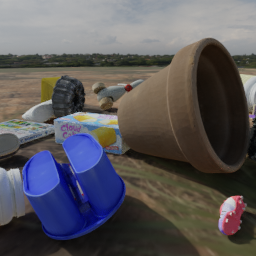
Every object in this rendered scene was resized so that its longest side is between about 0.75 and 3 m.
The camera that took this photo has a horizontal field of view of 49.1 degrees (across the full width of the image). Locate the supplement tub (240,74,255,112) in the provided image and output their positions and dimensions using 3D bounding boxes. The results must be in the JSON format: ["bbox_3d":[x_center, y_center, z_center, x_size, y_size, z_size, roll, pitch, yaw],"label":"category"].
[{"bbox_3d":[5.135,-1.522,12.118,1.534,1.534,2.116,-6,17,-21],"label":"supplement tub"}]

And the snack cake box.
[{"bbox_3d":[-0.829,0.079,7.789,2.106,0.708,1.211,7,18,24],"label":"snack cake box"}]

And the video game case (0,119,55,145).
[{"bbox_3d":[-3.527,0.112,8.620,2.018,0.222,1.840,7,17,27],"label":"video game case"}]

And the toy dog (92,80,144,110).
[{"bbox_3d":[-0.423,-1.463,12.787,2.432,1.604,1.171,3,-24,-5],"label":"toy dog"}]

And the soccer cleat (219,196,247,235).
[{"bbox_3d":[1.505,1.314,4.200,0.349,0.304,0.913,-28,1,39],"label":"soccer cleat"}]

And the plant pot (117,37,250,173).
[{"bbox_3d":[1.108,-0.352,6.403,2.410,2.764,2.764,-9,6,41],"label":"plant pot"}]

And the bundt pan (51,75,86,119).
[{"bbox_3d":[-2.057,-1.044,10.186,0.638,1.700,1.700,9,17,14],"label":"bundt pan"}]

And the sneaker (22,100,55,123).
[{"bbox_3d":[-2.978,-0.735,10.779,1.015,0.863,2.295,-3,11,38],"label":"sneaker"}]

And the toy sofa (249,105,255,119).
[{"bbox_3d":[5.014,-0.501,10.297,0.612,0.520,1.255,-1,15,-7],"label":"toy sofa"}]

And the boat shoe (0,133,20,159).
[{"bbox_3d":[-3.498,0.645,6.378,1.979,0.719,0.621,-14,-23,-28],"label":"boat shoe"}]

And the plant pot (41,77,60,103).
[{"bbox_3d":[-2.874,-1.397,12.277,1.225,1.388,1.388,28,29,36],"label":"plant pot"}]

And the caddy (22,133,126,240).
[{"bbox_3d":[-0.830,0.884,4.384,1.347,1.000,1.906,-27,23,-12],"label":"caddy"}]

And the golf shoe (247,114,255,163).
[{"bbox_3d":[3.494,0.387,6.545,1.310,1.078,2.774,21,22,11],"label":"golf shoe"}]

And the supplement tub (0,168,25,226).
[{"bbox_3d":[-2.141,1.038,4.025,1.169,0.844,0.844,-7,17,-26],"label":"supplement tub"}]
